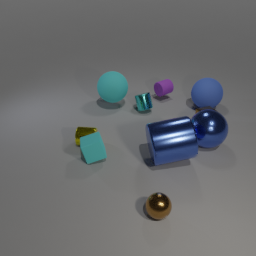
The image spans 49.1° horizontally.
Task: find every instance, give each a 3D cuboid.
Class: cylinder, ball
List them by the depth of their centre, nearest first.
[{"bbox_3d":[0.816,2.073,7.467,0.700,0.700,0.700,0,31,0],"label":"ball"},{"bbox_3d":[1.396,0.415,9.162,1.400,1.400,1.400,-11,32,-2],"label":"cylinder"},{"bbox_3d":[2.892,0.030,10.129,1.400,1.400,1.400,0,31,0],"label":"ball"},{"bbox_3d":[-1.522,0.310,10.345,0.700,0.700,0.700,3,32,6],"label":"cylinder"},{"bbox_3d":[0.714,-1.189,12.590,0.700,0.700,0.700,-13,11,3],"label":"cylinder"},{"bbox_3d":[-0.695,-1.848,12.652,1.400,1.400,1.400,0,31,0],"label":"ball"},{"bbox_3d":[3.571,-1.567,12.672,1.400,1.400,1.400,0,31,0],"label":"ball"},{"bbox_3d":[1.727,-1.955,13.566,0.700,0.700,0.700,-22,38,-29],"label":"cylinder"}]

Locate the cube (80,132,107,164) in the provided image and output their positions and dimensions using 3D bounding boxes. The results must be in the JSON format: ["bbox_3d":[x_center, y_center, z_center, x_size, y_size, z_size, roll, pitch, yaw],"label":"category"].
[{"bbox_3d":[-1.180,0.665,9.517,0.700,0.700,0.700,-19,29,-1],"label":"cube"}]

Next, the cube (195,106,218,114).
[{"bbox_3d":[3.235,-0.410,11.529,0.700,0.700,0.700,-12,33,-18],"label":"cube"}]
